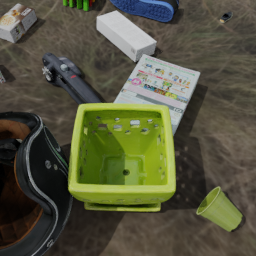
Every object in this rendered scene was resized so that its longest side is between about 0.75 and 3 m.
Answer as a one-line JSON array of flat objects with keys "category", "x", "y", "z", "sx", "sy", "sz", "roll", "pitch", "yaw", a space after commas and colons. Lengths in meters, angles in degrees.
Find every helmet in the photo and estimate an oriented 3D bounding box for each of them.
[{"category": "helmet", "x": -2.541, "y": 1.363, "z": 5.940, "sx": 2.984, "sy": 2.845, "sz": 2.984, "roll": -6, "pitch": 25, "yaw": 3}]

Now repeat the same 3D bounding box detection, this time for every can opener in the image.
[{"category": "can opener", "x": -1.718, "y": -1.408, "z": 8.830, "sx": 1.165, "sy": 0.939, "sz": 2.962, "roll": -34, "pitch": 63, "yaw": -20}]

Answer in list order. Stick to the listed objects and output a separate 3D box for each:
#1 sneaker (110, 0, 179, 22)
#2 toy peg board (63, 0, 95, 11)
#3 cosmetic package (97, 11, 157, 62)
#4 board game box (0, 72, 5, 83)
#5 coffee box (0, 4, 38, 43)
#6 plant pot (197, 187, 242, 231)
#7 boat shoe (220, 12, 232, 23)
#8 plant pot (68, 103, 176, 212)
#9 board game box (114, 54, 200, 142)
[{"category": "sneaker", "x": 0.631, "y": -5.219, "z": 11.290, "sx": 2.931, "sy": 1.028, "sz": 1.142, "roll": 25, "pitch": 57, "yaw": 7}, {"category": "toy peg board", "x": -1.994, "y": -5.560, "z": 11.747, "sx": 1.450, "sy": 0.709, "sz": 1.444, "roll": 18, "pitch": 44, "yaw": 10}, {"category": "cosmetic package", "x": -0.099, "y": -3.391, "z": 10.258, "sx": 0.951, "sy": 0.583, "sz": 2.304, "roll": -31, "pitch": 62, "yaw": -26}, {"category": "board game box", "x": -4.522, "y": -2.003, "z": 9.400, "sx": 0.169, "sy": 0.615, "sz": 0.974, "roll": -38, "pitch": 65, "yaw": -21}, {"category": "coffee box", "x": -4.264, "y": -4.009, "z": 10.694, "sx": 0.842, "sy": 0.587, "sz": 1.473, "roll": 24, "pitch": 60, "yaw": 14}, {"category": "plant pot", "x": 2.263, "y": 2.029, "z": 6.787, "sx": 0.825, "sy": 0.869, "sz": 0.869, "roll": 41, "pitch": 65, "yaw": 8}, {"category": "boat shoe", "x": 3.960, "y": -4.485, "z": 11.214, "sx": 0.285, "sy": 0.238, "sz": 0.763, "roll": 37, "pitch": 63, "yaw": 23}, {"category": "plant pot", "x": -0.110, "y": 0.850, "z": 6.761, "sx": 2.196, "sy": 1.992, "sz": 2.185, "roll": 1, "pitch": 57, "yaw": 1}, {"category": "board game box", "x": 0.805, "y": -0.849, "z": 8.530, "sx": 1.965, "sy": 0.856, "sz": 2.664, "roll": 22, "pitch": 61, "yaw": 13}]
